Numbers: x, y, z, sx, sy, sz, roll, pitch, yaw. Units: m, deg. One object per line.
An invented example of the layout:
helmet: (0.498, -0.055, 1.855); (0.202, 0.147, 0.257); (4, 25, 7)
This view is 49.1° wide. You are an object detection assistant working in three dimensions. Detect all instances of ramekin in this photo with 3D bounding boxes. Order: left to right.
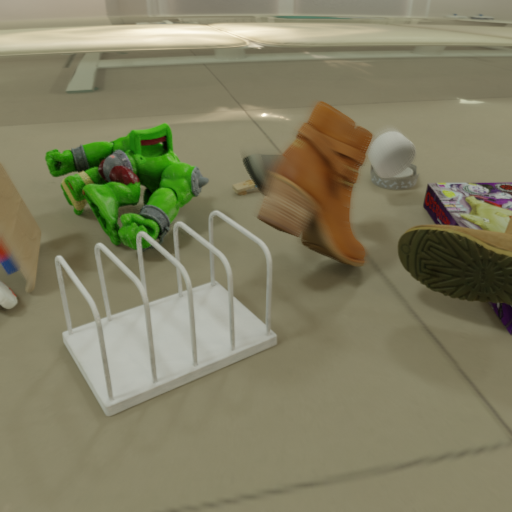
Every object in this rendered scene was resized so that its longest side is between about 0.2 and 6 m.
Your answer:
ramekin: (2.879, -2.205, 12.058); (0.971, 0.971, 0.509); (-12, 53, -20)

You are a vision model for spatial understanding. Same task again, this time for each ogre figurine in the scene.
ogre figurine: (-2.600, -1.588, 11.628); (2.291, 1.875, 3.821); (-32, 29, -25)

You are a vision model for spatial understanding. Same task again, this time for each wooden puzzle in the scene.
wooden puzzle: (-4.354, -0.688, 9.604); (0.509, 2.200, 2.038); (-18, 32, -7)

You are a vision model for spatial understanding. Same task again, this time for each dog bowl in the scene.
dog bowl: (3.390, -1.983, 13.775); (1.230, 0.361, 1.230); (1, 30, 0)

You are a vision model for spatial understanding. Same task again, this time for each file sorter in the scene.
file sorter: (-1.287, 0.608, 7.924); (2.629, 1.637, 1.824); (-19, 34, -29)

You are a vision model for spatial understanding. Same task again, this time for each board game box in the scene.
board game box: (5.194, -0.216, 10.400); (2.869, 0.772, 4.780); (3, 29, -3)

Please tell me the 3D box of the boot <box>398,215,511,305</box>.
boot: (4.170, -0.321, 9.189); (2.815, 1.063, 3.215); (20, 34, 26)

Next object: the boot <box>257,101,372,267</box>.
boot: (1.342, -1.100, 9.418); (2.724, 2.115, 1.045); (27, -1, -37)

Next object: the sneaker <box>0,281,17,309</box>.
sneaker: (-4.693, 0.545, 9.228); (1.910, 0.736, 0.782); (25, 67, 33)

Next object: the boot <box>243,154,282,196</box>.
boot: (0.813, -1.739, 9.819); (1.507, 0.781, 2.307); (-32, -9, 24)

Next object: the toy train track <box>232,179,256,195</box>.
toy train track: (0.534, -1.826, 13.564); (2.332, 0.379, 1.338); (-19, 41, -20)
